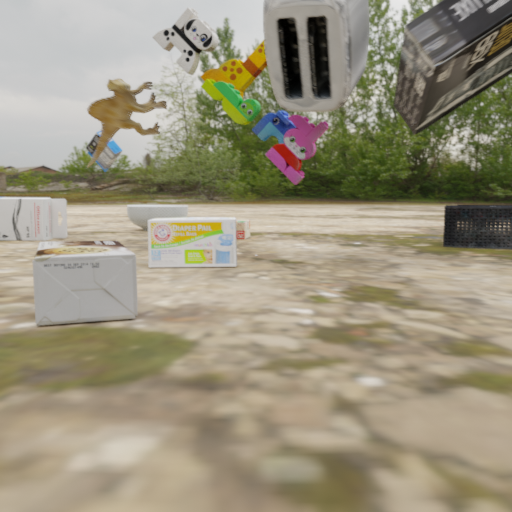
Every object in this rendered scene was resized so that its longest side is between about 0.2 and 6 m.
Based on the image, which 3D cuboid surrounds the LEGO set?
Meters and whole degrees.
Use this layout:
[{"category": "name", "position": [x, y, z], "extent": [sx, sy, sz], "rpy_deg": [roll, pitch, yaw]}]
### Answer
[{"category": "LEGO set", "position": [0.058, -3.031, 9.820], "extent": [1.427, 3.478, 1.327], "rpy_deg": [-44, -1, 16]}]

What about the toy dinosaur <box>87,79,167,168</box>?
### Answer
[{"category": "toy dinosaur", "position": [-2.199, -2.322, 9.220], "extent": [1.173, 0.675, 2.320], "rpy_deg": [-8, -18, -28]}]

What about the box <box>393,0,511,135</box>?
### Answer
[{"category": "box", "position": [3.236, -3.082, 8.192], "extent": [2.307, 0.728, 2.925], "rpy_deg": [-33, -10, 6]}]

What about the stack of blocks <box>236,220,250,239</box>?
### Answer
[{"category": "stack of blocks", "position": [-0.642, -0.602, 13.102], "extent": [0.812, 0.413, 1.411], "rpy_deg": [1, 7, 9]}]

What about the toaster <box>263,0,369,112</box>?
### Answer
[{"category": "toaster", "position": [0.893, -3.171, 8.311], "extent": [1.357, 2.388, 1.543], "rpy_deg": [7, 41, 19]}]

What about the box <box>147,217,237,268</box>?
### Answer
[{"category": "box", "position": [-0.939, -0.211, 8.359], "extent": [1.291, 0.726, 0.654], "rpy_deg": [-1, 6, -2]}]

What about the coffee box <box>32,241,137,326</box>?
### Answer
[{"category": "coffee box", "position": [-1.642, 0.202, 5.323], "extent": [0.835, 0.589, 1.477], "rpy_deg": [-2, 7, -19]}]

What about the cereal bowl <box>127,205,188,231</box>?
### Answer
[{"category": "cereal bowl", "position": [-2.799, -1.088, 15.984], "extent": [1.742, 0.725, 1.742], "rpy_deg": [-1, 7, 0]}]

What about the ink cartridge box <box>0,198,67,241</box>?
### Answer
[{"category": "ink cartridge box", "position": [-5.232, -0.842, 12.752], "extent": [1.681, 0.974, 0.561], "rpy_deg": [0, 7, 0]}]

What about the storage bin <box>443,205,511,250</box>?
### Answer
[{"category": "storage bin", "position": [4.749, -0.606, 11.323], "extent": [1.808, 0.847, 1.222], "rpy_deg": [1, 6, 20]}]

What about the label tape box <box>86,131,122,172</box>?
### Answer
[{"category": "label tape box", "position": [-3.286, -2.184, 11.884], "extent": [0.829, 0.594, 0.274], "rpy_deg": [-38, 5, 38]}]
